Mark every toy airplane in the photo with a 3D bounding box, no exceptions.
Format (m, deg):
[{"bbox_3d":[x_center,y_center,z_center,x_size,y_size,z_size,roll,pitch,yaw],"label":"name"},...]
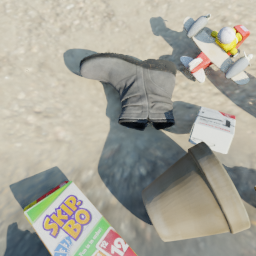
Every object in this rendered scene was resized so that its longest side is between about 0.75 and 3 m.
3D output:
[{"bbox_3d":[2.520,-2.290,8.036,2.045,1.443,2.037,11,71,1],"label":"toy airplane"}]

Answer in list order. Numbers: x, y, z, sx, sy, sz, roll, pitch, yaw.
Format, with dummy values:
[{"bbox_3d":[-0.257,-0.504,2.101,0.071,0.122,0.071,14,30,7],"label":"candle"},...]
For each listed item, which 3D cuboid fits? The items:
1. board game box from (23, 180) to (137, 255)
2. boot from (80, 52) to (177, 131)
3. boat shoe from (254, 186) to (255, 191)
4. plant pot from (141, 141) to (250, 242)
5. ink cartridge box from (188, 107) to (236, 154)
[{"bbox_3d":[-1.060,2.174,5.784,1.240,0.389,2.596,-32,53,-28],"label":"board game box"},{"bbox_3d":[-0.101,-0.969,7.675,2.887,1.008,1.901,5,74,11],"label":"boot"},{"bbox_3d":[3.946,1.858,5.959,2.554,0.904,0.885,38,95,6],"label":"boat shoe"},{"bbox_3d":[1.297,1.529,5.996,1.709,1.970,1.970,-27,64,6],"label":"plant pot"},{"bbox_3d":[2.114,0.016,6.956,0.936,0.543,1.298,18,28,15],"label":"ink cartridge box"}]
